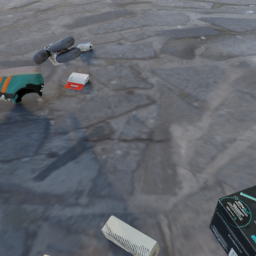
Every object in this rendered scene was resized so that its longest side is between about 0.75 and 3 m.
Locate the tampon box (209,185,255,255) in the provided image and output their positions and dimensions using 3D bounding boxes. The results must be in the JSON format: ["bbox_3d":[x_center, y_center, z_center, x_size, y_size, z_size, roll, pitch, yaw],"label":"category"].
[{"bbox_3d":[2.706,1.928,5.592,1.621,1.023,1.215,-14,43,-16],"label":"tampon box"}]

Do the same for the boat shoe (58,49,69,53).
[{"bbox_3d":[-2.979,-3.449,12.340,0.839,0.295,0.295,2,39,0],"label":"boat shoe"}]

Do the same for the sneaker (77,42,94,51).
[{"bbox_3d":[-1.904,-3.582,12.493,0.842,0.316,0.365,-30,55,-30],"label":"sneaker"}]

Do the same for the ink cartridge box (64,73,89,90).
[{"bbox_3d":[-1.916,-1.759,10.472,0.677,0.238,0.833,11,38,13],"label":"ink cartridge box"}]

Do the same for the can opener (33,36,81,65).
[{"bbox_3d":[-2.456,-2.392,9.288,0.942,0.752,2.818,-37,23,-18],"label":"can opener"}]

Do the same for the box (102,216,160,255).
[{"bbox_3d":[0.051,2.225,5.574,1.111,0.457,0.380,19,55,32],"label":"box"}]

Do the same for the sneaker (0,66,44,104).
[{"bbox_3d":[-4.115,-1.284,9.191,2.659,1.062,0.949,-12,-1,-7],"label":"sneaker"}]
